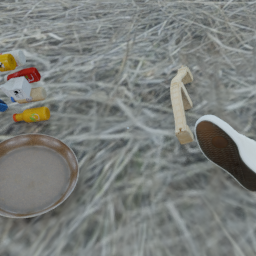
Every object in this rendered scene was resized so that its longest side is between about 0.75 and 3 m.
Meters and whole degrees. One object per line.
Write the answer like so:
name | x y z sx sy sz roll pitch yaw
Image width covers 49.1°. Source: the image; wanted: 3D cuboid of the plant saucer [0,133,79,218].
plant saucer | -2.235 1.057 6.354 2.210 0.354 2.210 6 46 -6

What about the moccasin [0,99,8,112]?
moccasin | -3.856 -0.715 7.689 0.448 1.114 0.380 -45 64 5

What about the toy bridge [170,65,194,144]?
toy bridge | 1.498 -0.900 7.835 0.374 0.923 2.746 -15 43 27

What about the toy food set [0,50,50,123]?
toy food set | -2.846 -1.065 7.066 0.989 2.197 1.049 -8 58 9

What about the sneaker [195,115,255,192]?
sneaker | 2.325 0.409 6.301 2.277 0.829 0.964 45 45 -19
